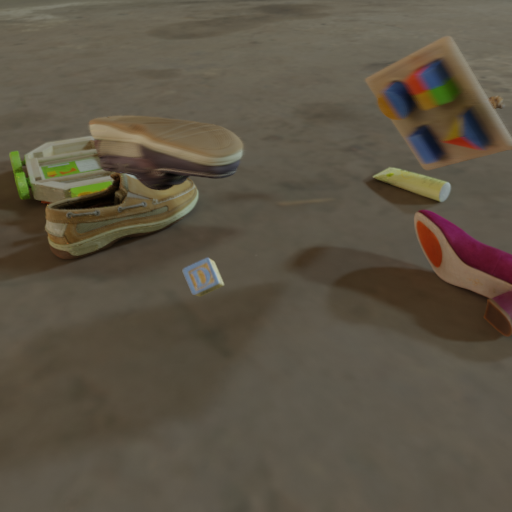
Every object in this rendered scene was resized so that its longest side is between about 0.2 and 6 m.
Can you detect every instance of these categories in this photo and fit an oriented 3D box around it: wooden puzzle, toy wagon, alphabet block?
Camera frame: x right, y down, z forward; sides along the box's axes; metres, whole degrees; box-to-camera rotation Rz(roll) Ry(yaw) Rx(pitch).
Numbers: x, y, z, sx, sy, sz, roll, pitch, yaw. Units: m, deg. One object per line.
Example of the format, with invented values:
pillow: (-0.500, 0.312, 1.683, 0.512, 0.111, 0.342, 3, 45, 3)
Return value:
wooden puzzle: (2.764, -2.223, 8.877, 0.489, 1.958, 2.114, -43, 16, -16)
toy wagon: (-3.796, -1.772, 12.179, 2.696, 0.688, 3.475, -14, 37, -20)
alphabet block: (-0.501, 0.206, 5.316, 0.281, 0.279, 0.286, -23, -8, 3)

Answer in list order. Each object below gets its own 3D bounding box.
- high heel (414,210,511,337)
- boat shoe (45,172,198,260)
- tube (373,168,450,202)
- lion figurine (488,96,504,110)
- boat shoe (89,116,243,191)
high heel: (3.802, 0.067, 9.184, 1.351, 0.947, 2.810, -20, 53, -12)
boat shoe: (-2.420, -1.038, 10.599, 1.140, 1.212, 3.182, 28, 43, 35)
tube: (3.392, -1.620, 12.233, 1.675, 0.435, 0.486, 29, 5, 43)
lion figurine: (4.370, -2.770, 10.953, 0.945, 0.342, 0.578, -33, 6, 31)
boat shoe: (-1.166, -1.243, 7.038, 2.583, 0.837, 0.929, 19, 32, 37)
